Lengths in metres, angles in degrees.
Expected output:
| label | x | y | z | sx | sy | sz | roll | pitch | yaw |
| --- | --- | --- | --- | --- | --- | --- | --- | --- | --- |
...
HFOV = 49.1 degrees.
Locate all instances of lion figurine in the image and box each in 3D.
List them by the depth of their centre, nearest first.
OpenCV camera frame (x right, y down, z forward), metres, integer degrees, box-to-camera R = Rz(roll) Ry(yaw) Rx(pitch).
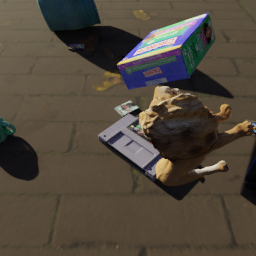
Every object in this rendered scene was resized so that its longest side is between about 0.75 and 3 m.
| label | x | y | z | sx | sy | sz | roll | pitch | yaw |
| --- | --- | --- | --- | --- | --- | --- | --- | --- | --- |
| lion figurine | 1.047 | 0.479 | 5.192 | 1.836 | 2.998 | 1.086 | -17 | 49 | -16 |

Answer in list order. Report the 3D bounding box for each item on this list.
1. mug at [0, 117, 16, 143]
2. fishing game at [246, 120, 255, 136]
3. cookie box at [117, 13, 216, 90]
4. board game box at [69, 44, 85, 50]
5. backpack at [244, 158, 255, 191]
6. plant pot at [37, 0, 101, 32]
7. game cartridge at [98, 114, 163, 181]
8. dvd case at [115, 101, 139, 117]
| label | x | y | z | sx | sy | sz | roll | pitch | yaw |
| --- | --- | --- | --- | --- | --- | --- | --- | --- | --- |
| mug | -4.618 | -0.045 | 9.551 | 1.232 | 0.762 | 1.013 | -29 | 51 | -26 |
| fishing game | 4.415 | -0.029 | 10.008 | 0.541 | 0.117 | 0.756 | 15 | 47 | 19 |
| cookie box | 1.316 | -2.502 | 9.173 | 2.316 | 1.018 | 2.708 | -4 | 35 | 39 |
| board game box | -2.593 | -4.087 | 14.146 | 0.766 | 0.124 | 0.460 | -1 | 49 | -2 |
| backpack | 5.034 | 1.150 | 7.315 | 2.288 | 2.215 | 2.726 | -28 | 50 | -29 |
| plant pot | -3.233 | -6.515 | 14.868 | 2.712 | 2.886 | 2.886 | -22 | 47 | -2 |
| game cartridge | 0.418 | 0.507 | 9.259 | 2.464 | 0.473 | 1.597 | 33 | 58 | 29 |
| dvd case | -0.048 | -0.749 | 10.758 | 0.768 | 0.085 | 0.561 | -28 | 51 | -24 |
